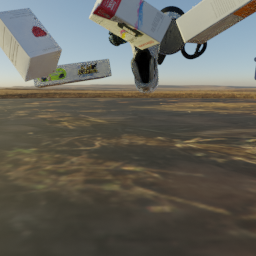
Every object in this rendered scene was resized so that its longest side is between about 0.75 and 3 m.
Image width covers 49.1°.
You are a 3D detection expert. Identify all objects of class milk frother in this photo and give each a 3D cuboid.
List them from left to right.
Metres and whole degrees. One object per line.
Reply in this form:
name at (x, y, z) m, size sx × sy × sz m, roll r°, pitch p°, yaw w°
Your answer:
milk frother at (2.102, -3.538, 11.162) m, size 2.310 × 2.085 × 2.173 m, roll 7°, pitch 35°, yaw 7°

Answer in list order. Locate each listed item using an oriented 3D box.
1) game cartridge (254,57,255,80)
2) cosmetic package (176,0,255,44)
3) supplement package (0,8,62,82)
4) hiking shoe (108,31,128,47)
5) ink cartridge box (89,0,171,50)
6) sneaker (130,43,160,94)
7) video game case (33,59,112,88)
game cartridge at (3.915, -2.608, 7.474) m, size 0.564 × 2.938 × 1.905 m, roll 8°, pitch 4°, yaw 32°
cosmetic package at (2.878, -3.593, 8.668) m, size 1.235 × 0.868 × 2.435 m, roll -15°, pitch -6°, yaw -45°
supplement package at (-2.573, -2.145, 7.188) m, size 0.940 × 1.550 × 0.928 m, roll -30°, pitch -14°, yaw -38°
hiking shoe at (-0.113, -3.172, 7.887) m, size 0.730 × 1.685 × 0.627 m, roll 1°, pitch 5°, yaw 34°
ink cartridge box at (0.028, -2.563, 6.564) m, size 1.601 × 0.663 × 1.167 m, roll 25°, pitch -2°, yaw -20°
sneaker at (0.502, -2.496, 8.455) m, size 1.056 × 2.816 × 1.626 m, roll -8°, pitch 2°, yaw 7°
video game case at (-2.167, -2.029, 10.625) m, size 2.603 × 0.653 × 2.872 m, roll -10°, pitch 10°, yaw -13°
